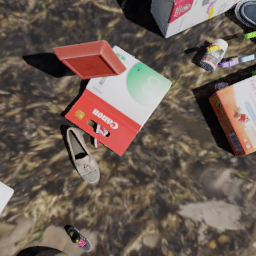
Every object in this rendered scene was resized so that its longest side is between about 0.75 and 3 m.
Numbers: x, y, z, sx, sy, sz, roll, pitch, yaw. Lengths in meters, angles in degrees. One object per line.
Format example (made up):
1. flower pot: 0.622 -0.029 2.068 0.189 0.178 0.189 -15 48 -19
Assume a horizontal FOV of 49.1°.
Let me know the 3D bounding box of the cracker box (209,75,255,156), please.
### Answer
1. cracker box: 4.161 -0.632 8.170 2.915 0.841 1.953 -23 82 -4

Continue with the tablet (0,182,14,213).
1. tablet: -4.110 1.865 8.154 1.351 0.092 0.879 30 82 5

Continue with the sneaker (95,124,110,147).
1. sneaker: -0.719 0.199 8.322 0.456 0.289 0.812 8 79 5

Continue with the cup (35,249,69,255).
1. cup: -2.149 4.085 7.297 1.499 1.072 1.499 0 80 1

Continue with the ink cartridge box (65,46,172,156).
1. ink cartridge box: -0.277 -0.846 8.179 2.084 0.649 2.590 34 73 5

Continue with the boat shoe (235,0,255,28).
1. boat shoe: 4.417 -3.194 8.333 2.419 1.098 0.856 25 117 3

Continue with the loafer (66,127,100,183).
1. loafer: -1.370 0.793 8.089 0.631 0.552 1.754 -25 82 -4

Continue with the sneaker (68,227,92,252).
1. sneaker: -1.365 3.135 7.801 0.316 0.374 0.855 -45 83 -6

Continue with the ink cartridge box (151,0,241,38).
1. ink cartridge box: 2.130 -4.008 8.146 2.673 1.973 1.145 -24 81 -3

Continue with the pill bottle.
1. pill bottle: 2.649 -2.249 8.604 0.508 0.508 0.892 31 83 5

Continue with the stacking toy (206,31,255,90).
1. stacking toy: 3.266 -2.013 8.364 1.724 0.405 1.300 -19 107 -4

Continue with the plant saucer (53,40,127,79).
1. plant saucer: -0.839 -1.467 6.386 1.291 1.293 0.237 -2 73 20
